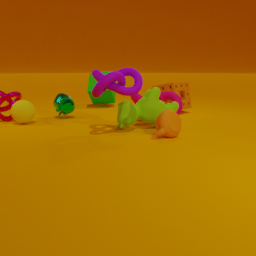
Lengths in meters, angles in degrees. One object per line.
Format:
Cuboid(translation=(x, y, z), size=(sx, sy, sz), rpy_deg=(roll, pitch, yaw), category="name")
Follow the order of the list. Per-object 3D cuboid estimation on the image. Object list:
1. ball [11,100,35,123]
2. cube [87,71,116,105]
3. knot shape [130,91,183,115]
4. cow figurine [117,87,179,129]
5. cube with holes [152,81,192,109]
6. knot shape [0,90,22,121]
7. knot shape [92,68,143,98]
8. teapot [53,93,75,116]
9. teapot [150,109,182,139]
Cuboid(translation=(-3.431, -0.539, 9.171), size=(0.755, 0.755, 0.755), rpy_deg=(0, 12, 0), category="ball")
Cuboid(translation=(-1.189, -1.840, 12.990), size=(1.081, 1.081, 1.081), rpy_deg=(-3, -29, 8), category="cube")
Cuboid(translation=(0.803, -0.858, 10.305), size=(2.037, 0.941, 1.906), rpy_deg=(-7, 12, -25), category="knot shape")
Cuboid(translation=(0.532, -0.424, 8.516), size=(1.684, 1.657, 0.925), rpy_deg=(35, -11, -12), category="cow figurine")
Cuboid(translation=(1.792, -1.272, 11.476), size=(1.092, 1.092, 1.092), rpy_deg=(-2, 7, 45), category="cube with holes")
Cuboid(translation=(-4.105, -0.869, 9.523), size=(1.080, 1.154, 0.533), rpy_deg=(-37, 40, -19), category="knot shape")
Cuboid(translation=(-0.287, -1.235, 7.527), size=(1.370, 0.676, 1.464), rpy_deg=(-4, 17, -2), category="knot shape")
Cuboid(translation=(-2.374, -0.810, 10.216), size=(0.651, 0.826, 1.329), rpy_deg=(-48, -2, -23), category="teapot")
Cuboid(translation=(1.024, -0.077, 7.529), size=(0.598, 0.759, 1.221), rpy_deg=(-20, 18, 46), category="teapot")
